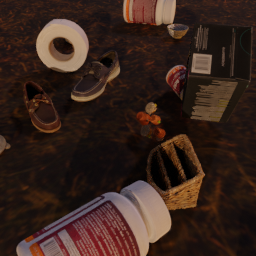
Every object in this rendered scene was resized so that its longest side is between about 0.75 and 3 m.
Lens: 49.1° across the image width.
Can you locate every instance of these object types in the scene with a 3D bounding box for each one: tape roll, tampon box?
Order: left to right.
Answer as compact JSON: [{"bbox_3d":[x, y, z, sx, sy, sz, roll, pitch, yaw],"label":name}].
[{"bbox_3d":[-2.469,-3.111,10.669,1.898,1.898,0.664,1,38,1],"label":"tape roll"},{"bbox_3d":[2.235,-1.373,7.453,1.382,2.189,1.640,8,68,8],"label":"tampon box"}]

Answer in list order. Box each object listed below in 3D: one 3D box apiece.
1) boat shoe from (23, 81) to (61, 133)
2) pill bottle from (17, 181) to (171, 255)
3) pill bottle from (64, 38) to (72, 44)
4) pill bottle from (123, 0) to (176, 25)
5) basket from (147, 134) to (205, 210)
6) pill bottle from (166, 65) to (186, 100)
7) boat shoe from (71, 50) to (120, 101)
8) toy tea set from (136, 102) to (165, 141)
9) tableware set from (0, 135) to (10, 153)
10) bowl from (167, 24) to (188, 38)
[{"bbox_3d":[-2.699,-0.692,8.483,0.769,0.768,2.185,-22,44,-28],"label":"boat shoe"},{"bbox_3d":[-0.485,1.895,4.695,2.348,1.286,1.286,-25,44,-28],"label":"pill bottle"},{"bbox_3d":[-2.762,-4.490,13.407,0.713,0.713,1.232,-16,40,-20],"label":"pill bottle"},{"bbox_3d":[1.185,-6.449,15.290,2.623,1.497,1.497,11,39,14],"label":"pill bottle"},{"bbox_3d":[0.928,0.925,6.150,1.008,1.052,1.413,-3,39,-4],"label":"basket"},{"bbox_3d":[1.921,-1.369,9.229,0.805,0.805,1.410,-15,49,-19],"label":"pill bottle"},{"bbox_3d":[-1.119,-1.922,9.917,1.026,0.924,2.852,17,41,20],"label":"boat shoe"},{"bbox_3d":[0.658,-0.092,7.623,0.699,0.435,1.175,-33,51,24],"label":"toy tea set"},{"bbox_3d":[-4.614,0.797,6.921,2.376,0.330,2.845,16,40,18],"label":"tableware set"},{"bbox_3d":[2.464,-4.778,13.963,1.045,0.490,1.045,0,37,0],"label":"bowl"}]
